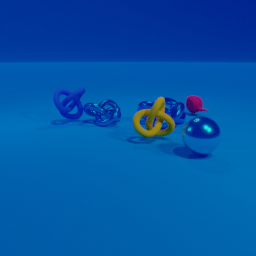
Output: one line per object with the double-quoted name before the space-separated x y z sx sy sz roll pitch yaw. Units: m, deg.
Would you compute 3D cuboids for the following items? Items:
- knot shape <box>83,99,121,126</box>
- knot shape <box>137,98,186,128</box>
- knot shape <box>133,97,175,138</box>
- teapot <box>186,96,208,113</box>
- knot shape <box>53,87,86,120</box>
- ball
"knot shape" -0.694 -0.541 9.209 1.324 0.612 1.239 22 25 30
"knot shape" 1.047 -0.515 8.955 1.550 0.765 1.656 4 15 15
"knot shape" 0.734 -0.150 7.145 1.122 1.050 0.519 -49 32 -6
"teapot" 2.483 -0.860 10.248 0.515 0.654 1.053 -14 42 -24
"knot shape" -1.907 -0.838 8.976 0.559 1.209 1.131 34 16 35
"ball" 1.599 0.169 6.101 0.831 0.831 0.831 0 15 0
